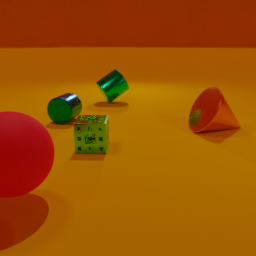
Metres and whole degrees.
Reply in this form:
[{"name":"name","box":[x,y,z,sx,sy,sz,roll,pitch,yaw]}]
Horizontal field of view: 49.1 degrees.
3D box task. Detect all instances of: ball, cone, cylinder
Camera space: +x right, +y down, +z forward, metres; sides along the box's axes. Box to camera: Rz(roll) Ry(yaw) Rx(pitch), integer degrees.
[{"name":"ball","box":[-1.871,0.415,4.456,1.361,1.361,1.361,0,18,0]},{"name":"cone","box":[2.850,-0.286,8.420,1.462,1.457,1.457,23,12,-17]},{"name":"cylinder","box":[-2.075,-0.657,9.247,0.881,0.881,0.881,4,18,12]},{"name":"cylinder","box":[-0.659,-1.796,11.957,1.052,1.052,1.052,-36,26,-6]}]

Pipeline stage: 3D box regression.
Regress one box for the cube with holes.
[{"name":"cube with holes","box":[-0.885,0.141,6.967,0.765,0.765,0.765,0,18,1]}]
